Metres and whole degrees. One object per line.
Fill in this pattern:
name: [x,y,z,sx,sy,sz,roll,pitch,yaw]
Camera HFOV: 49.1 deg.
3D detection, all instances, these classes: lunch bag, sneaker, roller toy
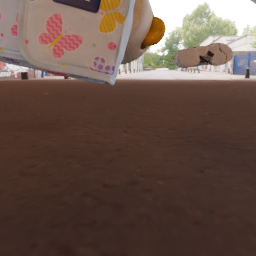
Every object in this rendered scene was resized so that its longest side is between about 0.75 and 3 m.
lunch bag: [-1.105,-1.879,4.088,2.507,2.126,1.594,16,6,18]
sneaker: [2.397,-2.384,9.283,1.930,0.725,1.109,-9,13,-12]
roller toy: [-0.390,-3.464,9.132,2.766,2.523,1.933,-25,-15,12]
